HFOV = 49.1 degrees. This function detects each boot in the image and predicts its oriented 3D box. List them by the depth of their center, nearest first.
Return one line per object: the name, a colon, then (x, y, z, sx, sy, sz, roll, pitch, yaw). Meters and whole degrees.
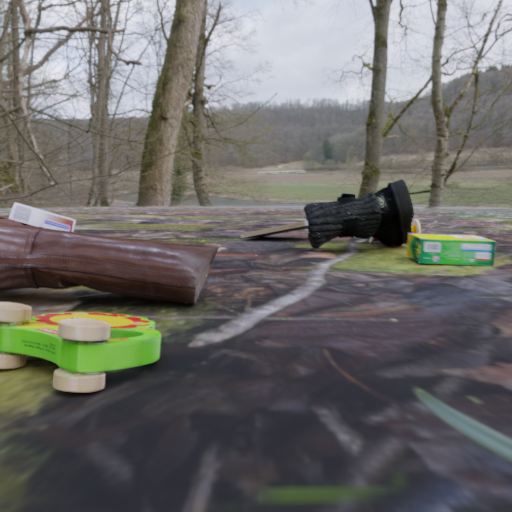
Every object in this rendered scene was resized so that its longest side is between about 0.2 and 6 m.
boot: (-2.078, 0.054, 7.294, 3.092, 0.993, 2.881, 1, 8, -8)
boot: (2.281, -0.730, 12.768, 2.268, 1.141, 3.033, -18, -19, 7)

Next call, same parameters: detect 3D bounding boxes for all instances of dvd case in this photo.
dvd case: (0.812, -0.733, 15.396, 2.085, 0.167, 1.550, -10, -1, 22)

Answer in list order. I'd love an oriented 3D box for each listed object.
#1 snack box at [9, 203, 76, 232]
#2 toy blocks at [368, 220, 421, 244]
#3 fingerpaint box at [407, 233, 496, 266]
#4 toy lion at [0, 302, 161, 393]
snack box: (-3.638, -0.353, 9.533, 0.922, 0.312, 2.564, 16, -14, -18)
toy blocks: (3.257, -0.674, 14.770, 1.752, 0.636, 1.460, 0, 7, -2)
fingerpaint box: (3.621, -0.124, 10.541, 1.339, 0.491, 1.117, 2, 8, 3)
toy lion: (-1.316, 0.644, 4.472, 1.434, 0.492, 1.374, 5, 0, 35)
